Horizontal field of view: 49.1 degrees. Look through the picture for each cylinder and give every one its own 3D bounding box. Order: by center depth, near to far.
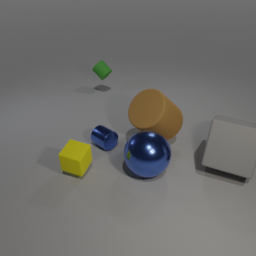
[{"bbox_3d":[0.948,-0.418,9.472,1.400,1.400,1.400,28,-1,40],"label":"cylinder"},{"bbox_3d":[-0.817,0.333,9.770,0.700,0.700,0.700,26,39,37],"label":"cylinder"},{"bbox_3d":[-1.267,-2.837,13.756,0.700,0.700,0.700,47,38,-2],"label":"cylinder"}]

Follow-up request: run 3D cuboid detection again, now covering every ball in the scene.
[{"bbox_3d":[0.575,0.758,8.280,1.400,1.400,1.400,0,29,0],"label":"ball"}]

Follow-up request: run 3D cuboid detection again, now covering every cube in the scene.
[{"bbox_3d":[-1.538,0.877,8.287,0.700,0.700,0.700,15,44,14],"label":"cube"},{"bbox_3d":[3.118,0.486,8.347,1.400,1.400,1.400,15,13,19],"label":"cube"}]
